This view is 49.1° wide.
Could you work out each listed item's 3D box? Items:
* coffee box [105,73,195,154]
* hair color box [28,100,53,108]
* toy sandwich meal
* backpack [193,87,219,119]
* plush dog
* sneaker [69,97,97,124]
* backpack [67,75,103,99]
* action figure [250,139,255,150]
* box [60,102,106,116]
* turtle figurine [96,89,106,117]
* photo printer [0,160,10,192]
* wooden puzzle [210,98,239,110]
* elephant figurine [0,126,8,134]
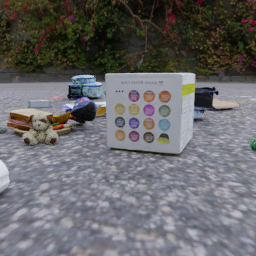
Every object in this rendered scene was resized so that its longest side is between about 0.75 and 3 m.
[{"bbox_3d":[0.773,-0.579,8.639,2.208,2.187,2.211,4,12,21],"label":"coffee box"},{"bbox_3d":[-5.382,-1.491,17.235,1.366,0.414,0.676,-5,13,-24],"label":"hair color box"},{"bbox_3d":[-3.214,-0.267,10.499,2.371,0.812,2.371,0,12,0],"label":"toy sandwich meal"},{"bbox_3d":[2.659,-1.298,13.174,2.302,1.773,2.192,4,13,-29],"label":"backpack"},{"bbox_3d":[-2.745,-0.006,8.944,1.119,0.961,0.898,-1,12,-2],"label":"plush dog"},{"bbox_3d":[-1.790,-0.808,11.047,0.922,0.960,2.449,20,-12,-22],"label":"sneaker"},{"bbox_3d":[-3.251,-3.197,21.927,2.475,1.819,2.265,5,16,6],"label":"backpack"},{"bbox_3d":[4.715,0.383,7.923,2.356,0.644,1.392,-4,12,15],"label":"action figure"},{"bbox_3d":[-1.973,-0.930,14.322,2.826,0.586,1.682,-8,14,-22],"label":"box"},{"bbox_3d":[-0.427,-1.014,13.340,1.840,1.897,1.365,34,28,22],"label":"turtle figurine"},{"bbox_3d":[-3.347,0.941,5.085,2.039,0.708,1.697,8,14,35],"label":"photo printer"},{"bbox_3d":[5.240,-1.357,16.678,1.803,0.451,1.946,-5,18,-22],"label":"wooden puzzle"},{"bbox_3d":[-3.984,0.423,7.442,1.309,1.015,0.926,23,28,-47],"label":"elephant figurine"}]
